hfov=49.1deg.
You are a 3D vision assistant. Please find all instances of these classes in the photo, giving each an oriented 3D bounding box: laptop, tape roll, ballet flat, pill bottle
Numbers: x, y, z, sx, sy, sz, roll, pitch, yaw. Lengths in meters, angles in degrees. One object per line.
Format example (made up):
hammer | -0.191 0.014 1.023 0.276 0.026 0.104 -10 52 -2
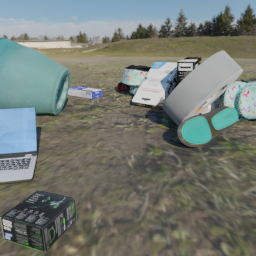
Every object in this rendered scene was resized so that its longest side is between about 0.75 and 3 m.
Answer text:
laptop | -3.308 0.378 6.783 1.994 1.234 2.130 -4 18 -12
tape roll | 2.493 -1.271 9.491 0.910 2.754 2.754 49 36 12
ballet flat | 2.336 -0.009 8.756 2.722 0.994 0.994 -20 26 -33
pill bottle | 3.549 -0.960 11.846 1.196 0.683 0.683 -13 22 -34

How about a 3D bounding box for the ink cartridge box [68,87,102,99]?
ink cartridge box | -2.370 -1.947 15.340 1.818 0.402 0.855 12 21 34

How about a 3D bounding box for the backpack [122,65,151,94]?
backpack | 0.785 -2.618 15.230 2.243 1.688 1.991 6 14 -21

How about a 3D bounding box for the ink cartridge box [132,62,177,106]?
ink cartridge box | 1.449 -1.897 13.247 1.480 0.865 2.551 14 63 37

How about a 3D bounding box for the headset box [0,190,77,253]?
headset box | -1.422 1.478 4.644 0.825 0.440 0.948 6 19 20

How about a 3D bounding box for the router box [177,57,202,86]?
router box | 2.721 -1.937 12.366 0.755 2.205 2.956 5 19 19

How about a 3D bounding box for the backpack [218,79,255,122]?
backpack | 4.422 -1.032 10.671 1.762 1.564 1.326 -4 13 2

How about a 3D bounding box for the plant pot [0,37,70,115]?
plant pot | -3.948 -1.830 11.349 2.793 2.973 2.973 14 18 -1

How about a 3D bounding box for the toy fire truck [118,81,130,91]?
toy fire truck | -0.111 -2.901 16.921 0.832 1.245 1.483 4 18 11
